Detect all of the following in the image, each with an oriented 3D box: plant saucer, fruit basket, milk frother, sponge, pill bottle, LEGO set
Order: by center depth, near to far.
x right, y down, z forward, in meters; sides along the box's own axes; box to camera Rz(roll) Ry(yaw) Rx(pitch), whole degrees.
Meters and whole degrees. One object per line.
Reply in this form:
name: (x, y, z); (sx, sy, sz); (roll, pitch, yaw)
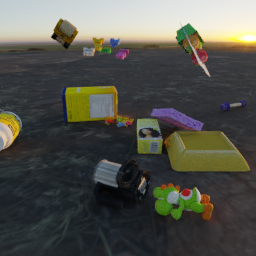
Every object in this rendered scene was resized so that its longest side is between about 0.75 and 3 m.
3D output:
milk frother: (-0.270, 1.143, 6.873); (1.280, 1.361, 1.229); (10, 27, 27)
fruit basket: (2.081, -2.430, 8.868); (0.731, 1.560, 1.445); (-22, -16, 25)
plant saucer: (2.515, 0.647, 9.349); (2.342, 0.567, 2.341); (0, 21, 0)
pill bottle: (-4.537, 0.149, 10.001); (1.034, 1.034, 1.839); (-2, 21, -6)
sponge: (1.802, -0.351, 10.807); (1.317, 0.352, 2.362); (23, -1, -12)
LEGO set: (-1.221, -4.033, 14.249); (2.396, 0.914, 0.983); (3, 44, 5)

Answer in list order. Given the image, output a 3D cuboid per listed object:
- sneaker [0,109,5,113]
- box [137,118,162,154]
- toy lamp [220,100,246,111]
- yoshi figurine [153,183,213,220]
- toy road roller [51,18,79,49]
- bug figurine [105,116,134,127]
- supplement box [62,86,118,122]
sneaker: (-6.253, -0.790, 13.651); (0.450, 0.292, 0.778); (-2, 19, -12)
box: (0.763, 0.229, 10.462); (0.863, 0.575, 2.293); (0, 20, 0)
toy lamp: (5.404, -1.164, 14.445); (1.565, 0.455, 0.455); (-11, 23, -26)
yoshi figurine: (1.194, 1.776, 6.460); (1.344, 0.755, 0.752); (14, 61, -1)
toy road roller: (-2.004, -3.249, 9.258); (0.685, 0.813, 1.114); (34, -26, -19)
bug figurine: (-0.365, -0.272, 12.180); (0.999, 0.331, 1.288); (-8, 17, -37)
supplement box: (-1.772, -1.151, 13.076); (2.456, 1.337, 1.345); (-3, 20, -8)
